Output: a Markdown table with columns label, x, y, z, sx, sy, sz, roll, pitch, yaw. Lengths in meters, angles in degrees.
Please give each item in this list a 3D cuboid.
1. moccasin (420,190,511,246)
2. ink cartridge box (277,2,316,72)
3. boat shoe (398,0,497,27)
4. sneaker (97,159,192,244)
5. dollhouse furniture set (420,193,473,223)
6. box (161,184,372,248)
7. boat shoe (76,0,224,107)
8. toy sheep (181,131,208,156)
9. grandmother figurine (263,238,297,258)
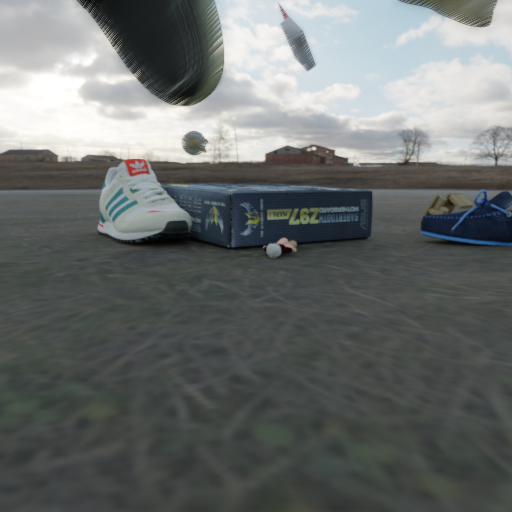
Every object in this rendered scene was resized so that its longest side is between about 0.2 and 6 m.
| label | x | y | z | sx | sy | sz | roll | pitch | yaw |
| --- | --- | --- | --- | --- | --- | --- | --- | --- | --- |
| moccasin | 4.602 | -0.730 | 10.426 | 2.968 | 1.012 | 1.194 | 1 | 9 | 9 |
| ink cartridge box | 0.659 | -3.907 | 10.044 | 0.223 | 0.880 | 0.999 | -36 | -25 | 6 |
| boat shoe | 2.208 | -3.369 | 6.880 | 0.628 | 0.569 | 1.763 | -24 | 50 | -36 |
| sneaker | -2.377 | -1.152 | 11.224 | 1.215 | 1.613 | 3.451 | -5 | 9 | -31 |
| dollhouse furniture set | 4.358 | -0.645 | 12.614 | 1.160 | 0.993 | 1.219 | -5 | 44 | -29 |
| box | -0.132 | -0.988 | 11.978 | 3.290 | 1.064 | 4.173 | -4 | 10 | -32 |
| boat shoe | -1.166 | -2.290 | 3.892 | 0.971 | 2.718 | 0.893 | -22 | 6 | 32 |
| toy sheep | -1.312 | -2.389 | 11.868 | 0.569 | 0.569 | 0.826 | -1 | 13 | -9 |
| grandmother figurine | 0.365 | -0.125 | 8.994 | 0.541 | 0.270 | 0.892 | -7 | 4 | 17 |
